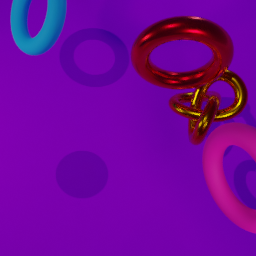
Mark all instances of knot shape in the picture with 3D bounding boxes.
[{"bbox_3d":[1.649,-0.518,5.667,1.499,0.740,1.602,-36,36,23],"label":"knot shape"}]

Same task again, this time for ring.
[{"bbox_3d":[0.933,-1.246,4.968,1.786,1.786,0.357,5,66,1],"label":"ring"},{"bbox_3d":[-1.992,-2.516,6.116,1.834,0.367,1.834,0,90,39],"label":"ring"},{"bbox_3d":[1.496,0.646,3.681,0.293,1.467,1.467,-13,80,-20],"label":"ring"}]
